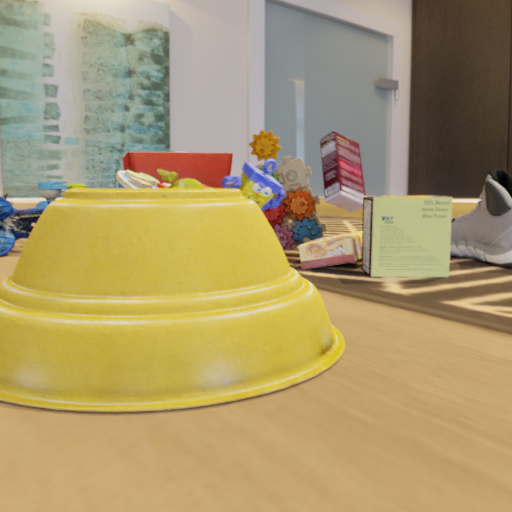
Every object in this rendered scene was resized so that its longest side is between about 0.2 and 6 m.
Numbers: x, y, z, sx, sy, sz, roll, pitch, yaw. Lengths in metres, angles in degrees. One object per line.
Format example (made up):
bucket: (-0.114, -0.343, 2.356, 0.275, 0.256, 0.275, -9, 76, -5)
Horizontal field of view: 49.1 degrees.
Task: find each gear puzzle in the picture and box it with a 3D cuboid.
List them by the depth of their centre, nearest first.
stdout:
gear puzzle: (0.444, -1.120, 9.764, 1.153, 2.226, 0.291, -12, 14, 20)

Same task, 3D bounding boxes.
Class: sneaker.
sneaker: (3.880, -0.710, 9.545, 0.999, 1.538, 2.663, -2, 8, -18)

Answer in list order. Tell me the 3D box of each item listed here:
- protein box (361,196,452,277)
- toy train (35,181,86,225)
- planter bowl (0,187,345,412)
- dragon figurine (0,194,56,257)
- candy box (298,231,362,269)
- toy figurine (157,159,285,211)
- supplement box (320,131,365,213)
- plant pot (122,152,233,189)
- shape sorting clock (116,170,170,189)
protein box: (2.134, -0.302, 8.064, 1.109, 1.117, 0.753, 0, 8, 0)
toy train: (-4.002, -1.021, 12.616, 0.986, 1.348, 2.329, 4, 9, 22)
planter bowl: (-0.828, 0.076, 4.632, 3.111, 1.296, 3.111, -1, 8, 0)
dragon figurine: (-4.972, -0.557, 9.998, 3.796, 1.117, 1.887, -5, 9, -39)
candy box: (1.297, -0.116, 8.968, 0.837, 0.401, 1.449, -9, 3, 22)
toy figurine: (-0.288, -1.147, 8.844, 2.184, 1.309, 1.152, 27, 25, -39)
supplement box: (1.492, -1.449, 9.666, 0.684, 1.258, 0.383, 17, -29, -37)
plant pot: (-1.760, -1.259, 12.312, 2.148, 1.893, 2.146, -3, 7, -16)
shape sorting clock: (-1.101, -0.806, 10.001, 2.956, 0.580, 2.956, 26, 12, -6)
